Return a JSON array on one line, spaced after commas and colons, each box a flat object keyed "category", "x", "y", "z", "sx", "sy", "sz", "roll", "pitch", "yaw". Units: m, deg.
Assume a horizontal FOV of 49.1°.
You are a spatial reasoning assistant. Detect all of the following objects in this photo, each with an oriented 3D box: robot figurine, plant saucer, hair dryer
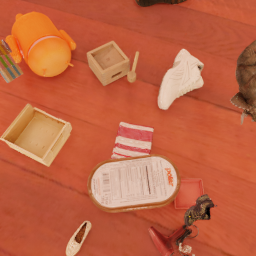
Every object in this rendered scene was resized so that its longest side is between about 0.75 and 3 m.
[{"category": "robot figurine", "x": -3.168, "y": -3.011, "z": 10.210, "sx": 1.649, "sy": 2.034, "sz": 2.828, "roll": -45, "pitch": 66, "yaw": 19}, {"category": "plant saucer", "x": 1.813, "y": 1.979, "z": 8.410, "sx": 0.894, "sy": 0.164, "sz": 0.896, "roll": 0, "pitch": 63, "yaw": 0}, {"category": "hair dryer", "x": 1.225, "y": 3.088, "z": 7.798, "sx": 1.413, "sy": 0.384, "sz": 1.076, "roll": 16, "pitch": 47, "yaw": 3}]

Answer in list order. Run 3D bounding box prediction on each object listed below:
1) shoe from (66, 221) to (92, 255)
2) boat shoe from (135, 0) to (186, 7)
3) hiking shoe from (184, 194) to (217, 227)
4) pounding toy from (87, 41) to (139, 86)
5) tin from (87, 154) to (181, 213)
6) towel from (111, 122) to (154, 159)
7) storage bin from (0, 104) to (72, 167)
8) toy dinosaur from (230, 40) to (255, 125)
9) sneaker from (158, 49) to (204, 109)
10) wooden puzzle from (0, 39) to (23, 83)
[{"category": "shoe", "x": -1.389, "y": 3.054, "z": 7.774, "sx": 0.370, "sy": 0.282, "sz": 1.057, "roll": 26, "pitch": 65, "yaw": 13}, {"category": "boat shoe", "x": 1.536, "y": -6.040, "z": 12.194, "sx": 2.589, "sy": 0.980, "sz": 0.956, "roll": -7, "pitch": 60, "yaw": -4}, {"category": "hiking shoe", "x": 1.632, "y": 1.974, "z": 6.399, "sx": 0.350, "sy": 0.923, "sz": 0.465, "roll": 13, "pitch": 25, "yaw": -38}, {"category": "pounding toy", "x": -0.317, "y": -2.203, "z": 10.223, "sx": 1.620, "sy": 0.843, "sz": 1.844, "roll": -30, "pitch": 66, "yaw": -15}, {"category": "tin", "x": 0.176, "y": 1.624, "z": 8.248, "sx": 2.772, "sy": 0.580, "sz": 1.552, "roll": -7, "pitch": 74, "yaw": 1}, {"category": "towel", "x": 0.150, "y": 0.592, "z": 9.131, "sx": 1.191, "sy": 0.188, "sz": 1.654, "roll": 10, "pitch": 63, "yaw": 5}, {"category": "storage bin", "x": -2.867, "y": 0.187, "z": 9.030, "sx": 1.572, "sy": 0.737, "sz": 1.561, "roll": 24, "pitch": 65, "yaw": 12}, {"category": "toy dinosaur", "x": 2.905, "y": -1.345, "z": 6.404, "sx": 0.967, "sy": 1.285, "sz": 2.512, "roll": -1, "pitch": 89, "yaw": -32}, {"category": "sneaker", "x": 1.958, "y": -1.639, "z": 9.864, "sx": 1.315, "sy": 1.031, "sz": 2.647, "roll": 26, "pitch": 66, "yaw": 9}, {"category": "wooden puzzle", "x": -3.205, "y": -1.845, "z": 6.776, "sx": 0.181, "sy": 2.581, "sz": 1.531, "roll": -31, "pitch": 109, "yaw": 1}]
